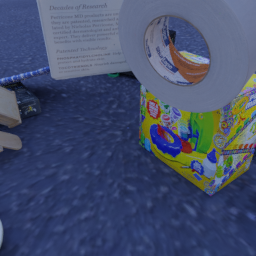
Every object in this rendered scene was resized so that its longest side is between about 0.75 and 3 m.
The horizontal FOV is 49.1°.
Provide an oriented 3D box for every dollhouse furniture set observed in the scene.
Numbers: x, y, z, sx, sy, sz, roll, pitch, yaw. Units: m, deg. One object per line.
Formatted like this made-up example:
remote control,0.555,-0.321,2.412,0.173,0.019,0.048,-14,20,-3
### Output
dollhouse furniture set,-4.143,-0.007,6.663,2.794,1.364,2.382,-24,71,12

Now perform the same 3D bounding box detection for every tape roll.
tape roll,0.701,-1.020,3.345,1.696,1.696,0.560,24,55,32

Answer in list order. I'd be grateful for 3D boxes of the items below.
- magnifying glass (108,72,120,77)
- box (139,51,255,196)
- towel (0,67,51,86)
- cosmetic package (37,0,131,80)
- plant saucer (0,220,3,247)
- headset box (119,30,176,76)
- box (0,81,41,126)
magnifying glass,-0.525,-2.156,10.549,0.438,0.123,1.100,0,34,1
box,1.387,-0.222,5.670,1.294,2.043,2.121,-22,38,-31
towel,-3.381,-1.560,8.478,2.523,0.301,1.827,-14,14,1
cosmetic package,-0.848,-3.119,6.519,2.455,2.952,2.470,-9,58,-11
plant saucer,-2.566,1.789,4.022,1.496,0.375,1.496,2,35,-1
headset box,0.215,-2.992,10.649,2.351,1.252,2.700,18,35,24
box,-3.630,-0.618,7.735,1.952,0.498,1.539,-22,40,-30
